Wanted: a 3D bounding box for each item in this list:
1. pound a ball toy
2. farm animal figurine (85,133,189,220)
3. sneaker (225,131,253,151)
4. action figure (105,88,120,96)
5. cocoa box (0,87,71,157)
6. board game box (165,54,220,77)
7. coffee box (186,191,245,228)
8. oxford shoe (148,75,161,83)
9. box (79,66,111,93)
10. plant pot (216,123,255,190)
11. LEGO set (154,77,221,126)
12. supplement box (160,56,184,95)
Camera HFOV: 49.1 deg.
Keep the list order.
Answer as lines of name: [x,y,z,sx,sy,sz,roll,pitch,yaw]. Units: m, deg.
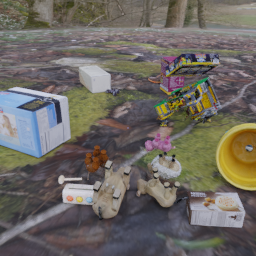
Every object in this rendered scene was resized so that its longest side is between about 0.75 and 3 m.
pound a ball toy: [-1.227,1.554,6.850,0.987,0.644,0.419,3,25,5]
farm animal figurine: [0.198,1.263,7.004,2.393,1.203,1.932,-7,42,-14]
sneaker: [4.509,0.184,9.208,2.720,1.083,1.054,0,19,0]
action figure: [-0.825,-1.930,14.691,0.585,0.312,0.899,-26,32,-34]
cocoa box: [-3.459,-0.287,9.557,2.468,1.646,1.620,13,28,25]
board game box: [1.400,-1.370,6.151,0.924,0.262,0.763,-5,-7,-20]
coffee box: [1.964,1.847,6.424,1.171,0.467,0.669,2,25,4]
oxford shoe: [1.889,-2.940,16.559,1.450,0.528,0.517,12,28,23]
box: [-1.894,-2.783,15.735,1.141,0.934,2.403,-10,27,-21]
plant pot: [3.374,0.671,7.769,1.694,1.694,1.594,11,11,21]
LEGO set: [2.504,-0.716,11.240,2.223,1.675,2.890,-21,11,28]
supplement box: [2.333,-2.767,14.741,0.910,1.764,1.154,-7,27,-14]
